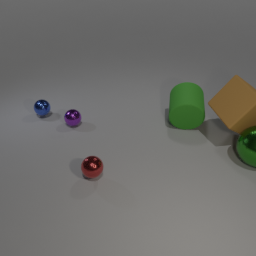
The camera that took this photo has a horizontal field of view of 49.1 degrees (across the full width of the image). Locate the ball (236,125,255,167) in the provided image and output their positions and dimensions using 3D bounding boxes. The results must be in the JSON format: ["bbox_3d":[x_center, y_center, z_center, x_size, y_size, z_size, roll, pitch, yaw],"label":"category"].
[{"bbox_3d":[4.322,0.607,9.234,1.400,1.400,1.400,0,32,0],"label":"ball"}]

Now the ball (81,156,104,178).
[{"bbox_3d":[-1.113,1.212,8.727,0.700,0.700,0.700,0,32,0],"label":"ball"}]

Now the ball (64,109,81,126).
[{"bbox_3d":[-2.264,-0.426,11.497,0.700,0.700,0.700,0,32,0],"label":"ball"}]

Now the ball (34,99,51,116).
[{"bbox_3d":[-3.703,-0.884,12.081,0.700,0.700,0.700,0,32,0],"label":"ball"}]

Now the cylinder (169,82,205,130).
[{"bbox_3d":[2.380,-0.897,11.368,1.400,1.400,1.400,4,47,7],"label":"cylinder"}]

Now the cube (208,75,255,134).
[{"bbox_3d":[4.014,-0.743,9.884,1.400,1.400,1.400,18,33,-40],"label":"cube"}]
